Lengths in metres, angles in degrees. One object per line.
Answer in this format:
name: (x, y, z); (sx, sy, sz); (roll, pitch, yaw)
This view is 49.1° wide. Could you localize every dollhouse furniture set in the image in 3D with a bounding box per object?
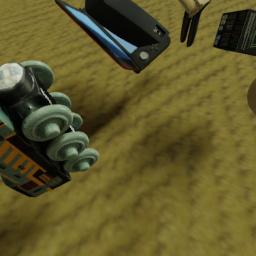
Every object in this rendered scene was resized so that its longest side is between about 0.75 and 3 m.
dollhouse furniture set: (1.510, -3.277, 6.443); (0.931, 0.585, 1.052); (-40, 95, -24)

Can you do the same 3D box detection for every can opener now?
can opener: (1.987, -3.519, 8.724); (0.887, 2.257, 0.715); (-26, 66, -16)

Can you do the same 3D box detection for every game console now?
game console: (-0.248, -2.739, 7.302); (2.124, 1.463, 2.465); (-43, 85, -12)

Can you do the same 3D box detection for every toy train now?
toy train: (-1.489, 0.186, 4.319); (1.600, 2.808, 1.197); (-28, 64, -5)

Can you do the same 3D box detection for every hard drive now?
hard drive: (-0.049, -2.453, 6.459); (1.224, 1.814, 0.384); (11, 79, 56)

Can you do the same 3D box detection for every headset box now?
headset box: (3.084, -1.974, 6.206); (1.826, 0.847, 1.590); (10, 19, -5)

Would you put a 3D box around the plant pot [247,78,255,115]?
plant pot: (2.053, -0.492, 3.818); (0.767, 0.515, 0.767); (-3, 81, 19)
